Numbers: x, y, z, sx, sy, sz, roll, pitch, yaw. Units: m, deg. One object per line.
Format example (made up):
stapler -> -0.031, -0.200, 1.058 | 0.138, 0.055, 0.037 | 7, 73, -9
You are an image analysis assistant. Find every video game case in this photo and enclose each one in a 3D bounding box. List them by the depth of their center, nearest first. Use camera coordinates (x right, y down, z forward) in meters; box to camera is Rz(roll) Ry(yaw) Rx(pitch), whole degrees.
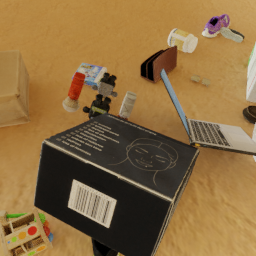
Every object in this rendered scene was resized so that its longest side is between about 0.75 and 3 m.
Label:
video game case -> -1.531, -2.145, 11.222 | 1.102, 0.251, 0.999 | 14, 50, 12

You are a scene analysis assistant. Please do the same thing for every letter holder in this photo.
letter holder -> 1.223, -2.669, 11.098 | 0.751, 1.061, 1.493 | 31, 56, 31

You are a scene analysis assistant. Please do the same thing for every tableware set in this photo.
tableware set -> 2.857, -1.845, 11.037 | 0.775, 0.155, 0.513 | 21, 41, 10

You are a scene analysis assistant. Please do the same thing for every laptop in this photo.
laptop -> 2.283, -0.619, 8.136 | 2.949, 1.709, 2.762 | 10, 16, 6

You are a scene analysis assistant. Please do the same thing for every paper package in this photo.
paper package -> -4.965, -1.317, 9.717 | 2.820, 1.459, 2.688 | -10, 50, -8

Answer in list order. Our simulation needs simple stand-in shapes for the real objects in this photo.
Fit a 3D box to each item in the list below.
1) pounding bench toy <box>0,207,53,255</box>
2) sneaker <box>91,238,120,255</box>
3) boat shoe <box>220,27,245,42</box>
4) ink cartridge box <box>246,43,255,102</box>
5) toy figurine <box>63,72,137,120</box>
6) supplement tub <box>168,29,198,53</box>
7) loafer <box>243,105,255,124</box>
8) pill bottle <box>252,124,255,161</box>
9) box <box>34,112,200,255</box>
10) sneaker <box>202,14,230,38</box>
pounding bench toy -> -2.531, 2.432, 6.912 | 1.041, 0.829, 1.335 | -23, 53, -18
sneaker -> -0.529, 2.269, 6.958 | 0.834, 0.963, 2.326 | -7, 50, -6
boat shoe -> 4.857, -4.379, 13.050 | 1.165, 0.441, 0.351 | 39, 60, 15
ink cartridge box -> 5.265, -2.415, 10.332 | 1.115, 1.967, 2.683 | 14, 52, 10
toy figurine -> -0.902, -0.797, 9.144 | 1.977, 1.397, 2.008 | -13, 47, -46
supplement tub -> 2.400, -3.813, 12.285 | 1.106, 0.800, 0.800 | 31, 56, 24
loafer -> 4.929, -0.470, 9.487 | 1.947, 0.695, 0.711 | 13, 51, 11
pill bottle -> 5.253, 0.447, 8.069 | 2.768, 1.657, 1.657 | 7, 50, 6
box -> -0.122, 1.115, 6.663 | 2.869, 1.778, 2.821 | 22, 24, 17
sneaker -> 4.299, -4.997, 13.301 | 0.785, 0.812, 1.946 | 32, 56, 24
